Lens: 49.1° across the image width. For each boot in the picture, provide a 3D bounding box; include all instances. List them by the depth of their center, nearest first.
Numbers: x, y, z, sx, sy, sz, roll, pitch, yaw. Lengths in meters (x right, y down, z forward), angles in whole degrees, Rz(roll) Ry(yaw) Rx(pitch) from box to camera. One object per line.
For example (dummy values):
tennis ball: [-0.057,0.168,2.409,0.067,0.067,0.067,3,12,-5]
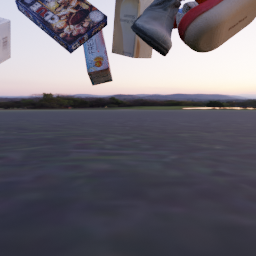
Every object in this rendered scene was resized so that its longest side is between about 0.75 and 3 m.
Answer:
boot: [0.852,-2.544,5.895,0.827,1.596,2.444,35,23,-20]

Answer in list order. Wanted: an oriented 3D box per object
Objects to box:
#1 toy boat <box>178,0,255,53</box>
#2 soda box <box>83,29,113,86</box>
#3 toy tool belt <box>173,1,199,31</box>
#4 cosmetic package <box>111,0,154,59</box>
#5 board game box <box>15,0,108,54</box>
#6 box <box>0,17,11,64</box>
toy boat: [1.844,-2.578,6.017,1.926,1.259,1.257,-36,-22,-4]
soda box: [-1.125,-2.707,9.718,0.765,2.407,0.823,-12,-26,2]
toy tool belt: [2.090,-2.970,7.617,1.419,1.442,2.309,-15,28,-1]
cosmetic package: [0.223,-3.620,9.208,0.886,2.492,1.311,-10,24,-38]
board game box: [-1.516,-2.641,6.438,1.777,1.204,0.307,40,-20,11]
box: [-3.184,-1.956,5.963,1.154,0.879,0.614,14,32,0]
